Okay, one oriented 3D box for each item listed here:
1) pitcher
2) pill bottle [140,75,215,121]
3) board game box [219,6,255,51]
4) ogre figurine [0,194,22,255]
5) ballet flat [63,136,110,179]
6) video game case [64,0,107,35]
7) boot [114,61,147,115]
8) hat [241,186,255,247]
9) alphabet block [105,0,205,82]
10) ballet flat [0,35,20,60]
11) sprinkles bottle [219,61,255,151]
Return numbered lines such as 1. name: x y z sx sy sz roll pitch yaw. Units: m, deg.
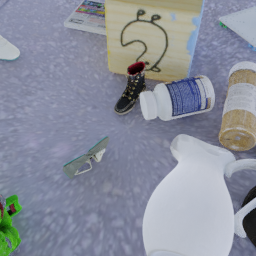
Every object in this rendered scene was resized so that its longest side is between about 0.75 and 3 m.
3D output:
1. pitcher: 1.602 1.481 5.442 2.292 1.620 2.672 7 44 23
2. pill bottle: 1.294 -0.771 7.593 1.830 1.015 1.015 -12 53 -9
3. board game box: 4.789 -3.755 10.431 2.036 0.263 2.037 -22 55 -16
4. ogre figurine: -2.752 1.648 5.463 2.364 1.417 1.160 24 60 20
5. ballet flat: -0.920 0.738 6.824 1.401 0.472 0.446 -35 84 -21
6. video game case: -1.139 -4.312 10.882 2.072 0.238 1.888 15 53 11
7. boot: 0.076 -1.127 7.854 0.519 1.067 1.417 31 58 22
8. hat: 3.310 1.874 5.570 0.777 1.926 1.926 25 44 -31
9. alphabet block: 0.886 -3.160 8.586 2.535 2.476 2.489 11 51 9
10. ballet flat: -4.724 -2.980 9.515 2.310 0.802 0.802 26 56 18
11. sprinkles bottle: 3.076 -0.671 7.570 0.908 0.908 2.660 15 53 12
